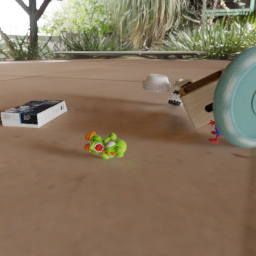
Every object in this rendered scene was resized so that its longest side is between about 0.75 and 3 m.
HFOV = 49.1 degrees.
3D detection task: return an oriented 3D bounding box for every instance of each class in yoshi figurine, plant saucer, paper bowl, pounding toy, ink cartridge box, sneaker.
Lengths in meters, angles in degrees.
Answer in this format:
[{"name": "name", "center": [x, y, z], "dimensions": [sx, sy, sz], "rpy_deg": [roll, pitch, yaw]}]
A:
[{"name": "yoshi figurine", "center": [-0.464, 0.408, 6.393], "dimensions": [1.049, 0.589, 0.587], "rpy_deg": [15, 62, 33]}, {"name": "plant saucer", "center": [3.240, -0.680, 6.749], "dimensions": [2.547, 2.547, 0.349], "rpy_deg": [-5, 18, -16]}, {"name": "paper bowl", "center": [1.233, -1.933, 11.915], "dimensions": [1.188, 0.618, 1.188], "rpy_deg": [7, 20, -2]}, {"name": "pounding toy", "center": [2.938, -0.872, 8.888], "dimensions": [2.163, 1.538, 1.991], "rpy_deg": [-25, 11, 15]}, {"name": "ink cartridge box", "center": [-3.192, -0.630, 10.132], "dimensions": [1.325, 0.522, 2.664], "rpy_deg": [2, 16, 10]}, {"name": "sneaker", "center": [2.079, -1.575, 11.042], "dimensions": [0.833, 0.898, 2.217], "rpy_deg": [16, -12, -5]}]

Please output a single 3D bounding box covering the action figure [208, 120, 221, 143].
[{"name": "action figure", "center": [2.282, -0.245, 7.021], "dimensions": [0.384, 1.485, 0.486], "rpy_deg": [22, 51, 18]}]
